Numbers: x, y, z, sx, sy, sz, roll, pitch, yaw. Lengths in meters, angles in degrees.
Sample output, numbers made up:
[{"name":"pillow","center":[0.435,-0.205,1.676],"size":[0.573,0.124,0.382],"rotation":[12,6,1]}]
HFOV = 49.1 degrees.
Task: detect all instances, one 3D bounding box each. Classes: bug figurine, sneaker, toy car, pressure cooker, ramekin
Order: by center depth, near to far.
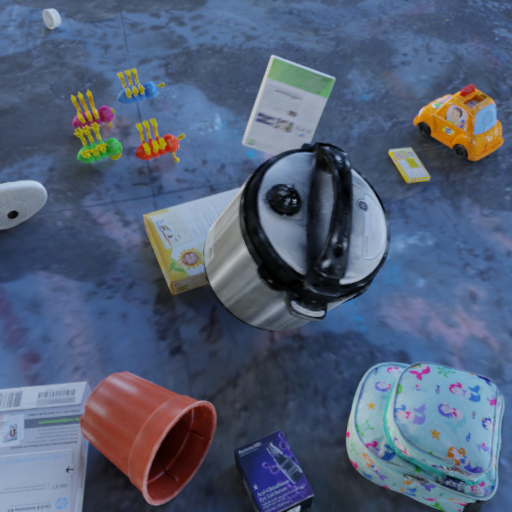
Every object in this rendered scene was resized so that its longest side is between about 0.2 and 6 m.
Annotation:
[{"name":"pressure cooker","center":[0.671,-0.246,8.989],"size":[2.591,2.901,2.552],"rotation":[-30,82,-32]},{"name":"sneaker","center":[-5.895,-1.161,11.417],"size":[2.835,1.036,1.586],"rotation":[-28,56,-21]},{"name":"bug figurine","center":[-3.123,-3.120,13.289],"size":[2.465,0.818,3.179],"rotation":[-16,53,-9]},{"name":"toy car","center":[6.045,-3.616,13.327],"size":[4.230,1.408,2.075],"rotation":[-16,51,-12]},{"name":"ramekin","center":[-6.209,-7.222,17.040],"size":[0.566,0.566,0.276],"rotation":[32,49,25]}]

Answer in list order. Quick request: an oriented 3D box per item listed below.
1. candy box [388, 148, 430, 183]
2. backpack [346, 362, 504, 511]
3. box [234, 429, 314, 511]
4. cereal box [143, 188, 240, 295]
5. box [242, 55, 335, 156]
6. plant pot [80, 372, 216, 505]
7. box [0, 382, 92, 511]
[{"name":"candy box","center":[3.495,-2.083,12.814],"size":[0.555,0.143,1.085],"rotation":[-9,49,-9]},{"name":"backpack","center":[2.375,2.465,8.012],"size":[2.096,1.578,1.861],"rotation":[13,49,18]},{"name":"box","center":[0.228,3.166,7.972],"size":[0.787,0.555,1.063],"rotation":[-20,53,-16]},{"name":"cereal box","center":[-0.756,-0.400,11.089],"size":[2.525,0.499,1.817],"rotation":[-17,54,-15]},{"name":"box","center":[0.690,-3.187,12.354],"size":[1.456,2.018,0.367],"rotation":[16,25,-13]},{"name":"plant pot","center":[-1.620,2.486,8.072],"size":[1.481,1.522,1.522],"rotation":[21,52,28]},{"name":"box","center":[-3.394,3.022,8.157],"size":[1.777,0.469,2.280],"rotation":[-5,48,-4]}]
